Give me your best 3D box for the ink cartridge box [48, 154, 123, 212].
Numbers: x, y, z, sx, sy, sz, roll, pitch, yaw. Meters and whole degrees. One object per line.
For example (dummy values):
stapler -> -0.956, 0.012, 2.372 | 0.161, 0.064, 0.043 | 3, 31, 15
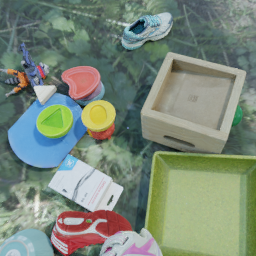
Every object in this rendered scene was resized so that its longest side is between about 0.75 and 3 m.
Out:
ink cartridge box -> -1.188, 1.708, 8.175 | 1.886, 0.629, 1.092 | 27, 72, 10

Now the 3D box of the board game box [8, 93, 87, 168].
board game box -> -2.463, 0.103, 8.899 | 1.907, 0.470, 2.413 | 36, 76, 6

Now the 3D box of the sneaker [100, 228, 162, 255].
sneaker -> -0.203, 2.490, 5.022 | 1.008, 2.477, 1.093 | -38, 64, 23

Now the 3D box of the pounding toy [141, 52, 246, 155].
pounding toy -> 2.128, -0.234, 8.404 | 2.980, 2.118, 2.743 | 19, 66, 15

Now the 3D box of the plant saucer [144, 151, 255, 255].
plant saucer -> 2.040, 2.216, 7.540 | 2.991, 0.716, 2.987 | 1, 70, 22

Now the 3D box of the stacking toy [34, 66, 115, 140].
stacking toy -> -1.654, -0.581, 8.939 | 2.319, 1.082, 2.561 | -17, 59, -3

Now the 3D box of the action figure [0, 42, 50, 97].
action figure -> -3.473, -1.936, 9.451 | 1.621, 0.877, 1.676 | -15, 95, -11

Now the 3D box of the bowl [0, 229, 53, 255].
bowl -> -2.810, 3.395, 7.336 | 1.497, 0.783, 1.497 | -4, 65, 8

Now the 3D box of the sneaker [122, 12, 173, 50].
sneaker -> 0.763, -3.604, 10.017 | 2.153, 0.929, 0.836 | -34, 73, -12

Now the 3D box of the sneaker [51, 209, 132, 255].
sneaker -> -1.059, 2.920, 7.742 | 2.172, 1.255, 0.851 | 17, 35, -21
